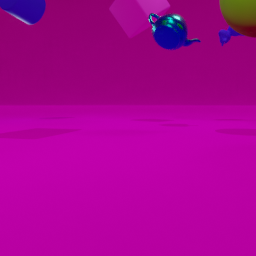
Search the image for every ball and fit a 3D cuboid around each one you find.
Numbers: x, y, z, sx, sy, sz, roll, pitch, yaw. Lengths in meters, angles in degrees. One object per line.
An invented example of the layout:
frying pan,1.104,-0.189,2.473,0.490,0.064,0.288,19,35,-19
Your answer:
ball,2.236,-2.212,4.609,1.386,1.386,1.386,0,5,0

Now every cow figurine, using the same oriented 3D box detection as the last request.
cow figurine,3.378,-3.021,8.824,0.988,0.972,0.542,16,13,12

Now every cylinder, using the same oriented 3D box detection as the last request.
cylinder,-3.552,-4.239,9.437,1.093,1.093,1.093,3,-6,28

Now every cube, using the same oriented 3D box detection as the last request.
cube,0.337,-3.538,8.233,1.085,1.085,1.085,-40,8,-31

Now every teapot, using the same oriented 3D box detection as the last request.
teapot,1.049,-2.242,6.488,1.362,0.667,0.847,32,-30,1
